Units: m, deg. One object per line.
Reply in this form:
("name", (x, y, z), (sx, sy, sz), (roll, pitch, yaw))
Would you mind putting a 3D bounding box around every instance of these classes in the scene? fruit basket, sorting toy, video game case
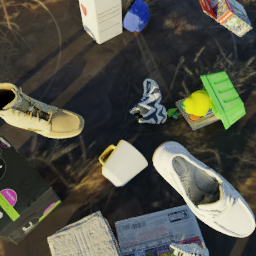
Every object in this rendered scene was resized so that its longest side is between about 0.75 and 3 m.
("fruit basket", (2.950, -0.907, 10.079), (2.037, 1.469, 2.037), (-11, 64, 24))
("sorting toy", (2.370, -0.582, 10.442), (1.800, 0.265, 1.331), (-22, 62, -13))
("video game case", (1.023, 3.534, 8.030), (2.411, 0.277, 2.196), (-11, 60, -8))

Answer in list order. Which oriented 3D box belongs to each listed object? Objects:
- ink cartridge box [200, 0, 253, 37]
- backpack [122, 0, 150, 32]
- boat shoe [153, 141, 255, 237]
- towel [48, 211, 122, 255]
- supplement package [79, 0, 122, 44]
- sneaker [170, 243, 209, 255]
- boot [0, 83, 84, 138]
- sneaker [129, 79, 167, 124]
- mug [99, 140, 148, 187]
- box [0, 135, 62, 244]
("ink cartridge box", (3.221, -3.978, 9.338), (2.069, 0.521, 1.128), (14, 55, -35))
("backpack", (0.406, -5.087, 12.685), (1.069, 1.035, 1.274), (30, 59, -15))
("boat shoe", (1.642, 1.398, 5.641), (2.753, 0.954, 0.975), (40, 90, -10))
("towel", (-1.020, 3.846, 7.614), (1.813, 0.472, 2.735), (-25, 62, -1))
("supplement package", (-1.159, -5.031, 11.925), (1.320, 2.204, 1.336), (-33, 64, -18))
("sneaker", (1.702, 3.402, 7.772), (1.113, 0.418, 0.451), (18, 48, 6))
("boot", (-2.399, -0.421, 7.168), (2.352, 1.828, 0.856), (14, 76, 4))
("sneaker", (0.565, -0.973, 10.372), (1.242, 0.762, 1.908), (-9, 70, -15))
("mug", (-0.231, 1.216, 9.086), (1.172, 1.463, 1.201), (46, 76, -12))
("box", (-3.520, 1.821, 8.313), (2.433, 1.512, 1.807), (39, 67, 21))
